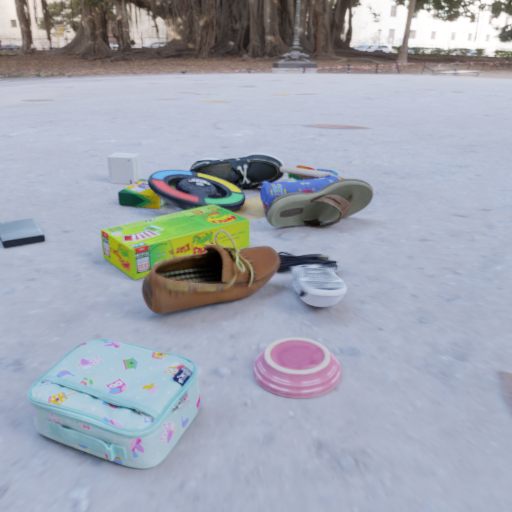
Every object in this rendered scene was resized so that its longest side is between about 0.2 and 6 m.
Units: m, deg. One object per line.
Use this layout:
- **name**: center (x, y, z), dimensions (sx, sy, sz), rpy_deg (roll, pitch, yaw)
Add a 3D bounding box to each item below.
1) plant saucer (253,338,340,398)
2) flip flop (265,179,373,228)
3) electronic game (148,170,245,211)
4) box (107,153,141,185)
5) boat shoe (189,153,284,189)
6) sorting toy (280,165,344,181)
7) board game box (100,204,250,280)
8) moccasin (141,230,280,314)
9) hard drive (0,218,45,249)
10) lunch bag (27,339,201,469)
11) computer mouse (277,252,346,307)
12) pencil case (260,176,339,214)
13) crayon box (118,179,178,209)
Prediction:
- **plant saucer**: center (0.533, 1.408, 7.338), dimensions (1.146, 0.291, 1.146), rpy_deg (0, 22, 0)
- **flip flop**: center (1.470, -1.025, 12.320), dimensions (2.566, 1.041, 0.739), rpy_deg (-11, 42, -22)
- **electronic game**: center (-1.436, -1.624, 13.679), dimensions (2.404, 0.500, 2.404), rpy_deg (13, 23, -5)
- **box**: center (-3.714, -2.467, 15.819), dimensions (0.785, 0.781, 0.513), rpy_deg (5, 24, 13)
- **boat shoe**: center (-0.558, -2.188, 15.058), dimensions (2.623, 0.992, 0.791), rpy_deg (-4, 22, 17)
- **sorting toy**: center (1.455, -2.162, 14.911), dimensions (2.307, 0.340, 1.705), rpy_deg (17, 5, 43)
- **board game box**: center (-1.549, -0.345, 11.029), dimensions (2.605, 0.620, 1.323), rpy_deg (-17, 28, -35)
- **moccasin**: center (-0.636, 0.197, 9.011), dimensions (2.468, 0.953, 0.903), rpy_deg (-7, 50, -31)
- **hard drive**: center (-5.033, -0.496, 11.935), dimensions (0.816, 0.192, 1.170), rpy_deg (-12, 26, -27)
- **lunch bag**: center (-1.565, 1.617, 6.347), dimensions (1.755, 0.676, 1.407), rpy_deg (9, 25, 20)
- **computer mouse**: center (0.950, 0.434, 9.473), dimensions (1.154, 0.462, 2.105), rpy_deg (4, 17, -5)
- **pencil case**: center (1.073, -1.464, 13.437), dimensions (2.015, 0.786, 0.875), rpy_deg (-7, 15, -15)
- **crayon box**: center (-2.702, -1.596, 14.273), dimensions (1.126, 0.381, 1.306), rpy_deg (6, 24, 13)
